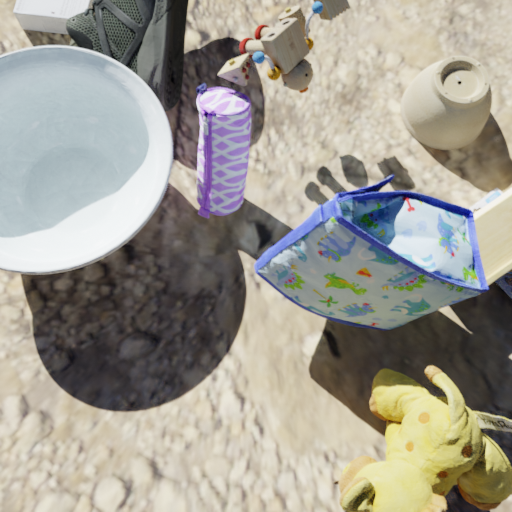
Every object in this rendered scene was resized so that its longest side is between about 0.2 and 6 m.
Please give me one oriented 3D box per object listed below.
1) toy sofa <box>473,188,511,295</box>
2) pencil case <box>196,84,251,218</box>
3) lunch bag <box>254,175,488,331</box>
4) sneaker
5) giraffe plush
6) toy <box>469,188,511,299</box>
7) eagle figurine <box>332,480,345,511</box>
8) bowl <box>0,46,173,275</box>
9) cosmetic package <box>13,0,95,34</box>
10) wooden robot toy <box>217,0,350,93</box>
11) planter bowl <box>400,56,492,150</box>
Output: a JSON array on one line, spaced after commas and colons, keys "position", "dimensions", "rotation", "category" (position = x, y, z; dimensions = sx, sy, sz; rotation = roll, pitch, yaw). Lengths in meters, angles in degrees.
[{"position": [3.741, -0.305, 8.596], "dimensions": [2.277, 1.111, 0.943], "rotation": [-33, 85, -9], "category": "toy sofa"}, {"position": [-0.526, -1.543, 8.466], "dimensions": [0.823, 1.961, 0.838], "rotation": [21, 46, 18], "category": "pencil case"}, {"position": [1.442, 0.005, 7.515], "dimensions": [2.368, 2.013, 1.509], "rotation": [11, 61, -26], "category": "lunch bag"}, {"position": [-2.115, -4.256, 9.238], "dimensions": [1.970, 1.315, 3.439], "rotation": [10, 100, 8], "category": "sneaker"}, {"position": [1.895, 2.729, 6.855], "dimensions": [1.983, 2.445, 2.110], "rotation": [-42, 81, -18], "category": "giraffe plush"}, {"position": [4.165, -0.086, 8.808], "dimensions": [1.180, 0.484, 2.049], "rotation": [-35, 77, -10], "category": "toy"}, {"position": [1.448, 3.503, 7.713], "dimensions": [0.681, 0.678, 0.898], "rotation": [-11, 63, -14], "category": "eagle figurine"}, {"position": [-2.965, -1.255, 8.527], "dimensions": [3.484, 1.566, 3.484], "rotation": [1, 76, -4], "category": "bowl"}, {"position": [-3.598, -4.427, 10.100], "dimensions": [1.320, 0.489, 0.671], "rotation": [7, 73, 1], "category": "cosmetic package"}, {"position": [0.508, -2.979, 8.363], "dimensions": [2.316, 1.051, 1.020], "rotation": [-44, 34, -17], "category": "wooden robot toy"}, {"position": [3.248, -2.656, 9.306], "dimensions": [1.486, 1.000, 1.486], "rotation": [0, 73, 1], "category": "planter bowl"}]
